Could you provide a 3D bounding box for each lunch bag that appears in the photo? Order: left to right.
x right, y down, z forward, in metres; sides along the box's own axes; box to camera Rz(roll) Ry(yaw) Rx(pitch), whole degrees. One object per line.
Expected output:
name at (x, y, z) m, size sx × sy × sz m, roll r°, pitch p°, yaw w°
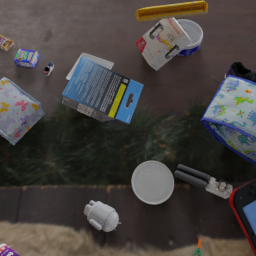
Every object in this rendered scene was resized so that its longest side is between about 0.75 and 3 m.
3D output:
lunch bag at (-4.891, -0.768, 11.379) m, size 2.261 × 1.437 × 1.917 m, roll 36°, pitch 69°, yaw 6°
lunch bag at (4.607, -0.421, 10.927) m, size 2.953 × 1.881 × 2.510 m, roll 33°, pitch 67°, yaw 5°

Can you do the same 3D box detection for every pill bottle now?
pill bottle at (-3.818, 4.379, 9.089) m, size 1.238 × 0.696 × 0.696 m, roll 27°, pitch 66°, yaw 14°

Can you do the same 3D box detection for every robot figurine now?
robot figurine at (-0.883, 3.076, 9.730) m, size 1.321 × 0.746 × 1.120 m, roll 28°, pitch 32°, yaw 14°

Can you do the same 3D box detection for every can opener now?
can opener at (2.785, 2.029, 10.394) m, size 2.169 × 0.721 × 0.571 m, roll 22°, pitch 62°, yaw 20°

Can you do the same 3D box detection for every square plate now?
square plate at (-1.738, -2.601, 12.974) m, size 1.681 × 0.241 × 1.697 m, roll 21°, pitch 65°, yaw 10°

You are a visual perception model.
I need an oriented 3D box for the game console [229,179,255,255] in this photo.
game console at (5.045, 3.046, 9.475) m, size 2.602 × 0.457 × 2.943 m, roll -23°, pitch 83°, yaw -10°

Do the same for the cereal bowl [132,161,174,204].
cereal bowl at (0.872, 2.016, 10.274) m, size 1.551 × 0.646 × 1.551 m, roll 1°, pitch 73°, yaw -4°

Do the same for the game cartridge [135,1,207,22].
game cartridge at (1.597, -4.279, 10.107) m, size 2.309 × 0.425 × 2.619 m, roll -2°, pitch 26°, yaw 12°

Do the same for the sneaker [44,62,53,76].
sneaker at (-3.694, -2.817, 13.039) m, size 0.286 × 0.322 × 0.763 m, roll 9°, pitch 62°, yaw 5°

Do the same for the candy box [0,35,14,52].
candy box at (-6.148, -4.186, 13.789) m, size 0.925 × 0.261 × 0.539 m, roll 29°, pitch 65°, yaw 12°

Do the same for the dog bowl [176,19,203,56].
dog bowl at (2.683, -4.395, 13.642) m, size 1.784 × 0.703 × 1.784 m, roll 0°, pitch 62°, yaw 0°

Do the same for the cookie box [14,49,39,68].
cookie box at (-4.812, -3.314, 13.282) m, size 0.913 × 0.343 × 0.781 m, roll 9°, pitch 61°, yaw 4°

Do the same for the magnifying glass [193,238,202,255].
magnifying glass at (2.397, 4.181, 9.537) m, size 0.318 × 0.090 × 0.799 m, roll 15°, pitch 63°, yaw 8°

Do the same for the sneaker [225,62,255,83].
sneaker at (5.271, -1.871, 12.124) m, size 0.922 × 1.066 × 2.434 m, roll -36°, pitch 68°, yaw -17°

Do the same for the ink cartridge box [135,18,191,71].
ink cartridge box at (1.577, -3.903, 12.759) m, size 2.058 × 0.881 × 1.519 m, roll -39°, pitch 62°, yaw 21°

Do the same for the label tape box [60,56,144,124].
label tape box at (-1.070, -1.439, 11.845) m, size 2.905 × 0.919 × 2.095 m, roll 24°, pitch 65°, yaw -8°
